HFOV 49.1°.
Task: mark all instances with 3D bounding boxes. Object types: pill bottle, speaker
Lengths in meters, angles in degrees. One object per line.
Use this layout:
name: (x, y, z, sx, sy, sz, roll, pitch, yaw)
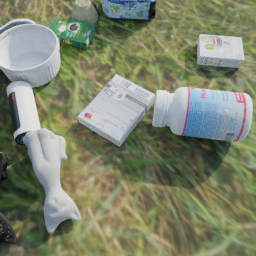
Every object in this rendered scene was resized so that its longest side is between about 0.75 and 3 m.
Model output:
pill bottle: (2.247, -0.470, 8.830, 2.825, 1.536, 1.536, 7, 61, 3)
speaker: (-3.445, -0.524, 9.273, 0.856, 0.856, 2.108, -16, 62, -9)

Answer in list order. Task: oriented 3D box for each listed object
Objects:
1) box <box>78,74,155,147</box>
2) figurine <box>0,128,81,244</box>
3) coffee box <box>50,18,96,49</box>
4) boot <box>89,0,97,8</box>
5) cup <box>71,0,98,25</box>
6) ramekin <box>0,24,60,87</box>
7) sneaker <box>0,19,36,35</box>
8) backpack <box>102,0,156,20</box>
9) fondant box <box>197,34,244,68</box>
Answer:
box: (-0.351, -0.666, 9.575, 1.712, 0.452, 2.196, 30, 63, 17)
figurine: (-2.967, 1.736, 7.915, 2.924, 1.259, 2.853, -16, 70, -10)
coffee box: (-2.311, -3.882, 11.448, 1.744, 0.384, 1.072, 13, 61, 8)
boot: (-1.613, -5.715, 12.480, 0.358, 0.350, 0.950, -39, 64, 1)
cup: (-1.874, -4.961, 11.817, 1.150, 0.822, 1.150, 0, 61, -1)
ramekin: (-3.566, -2.558, 10.220, 2.294, 1.204, 2.294, 0, 61, 0)
sneaker: (-4.621, -3.093, 10.557, 2.560, 0.973, 1.850, -19, 51, 0)
backpack: (0.011, -5.714, 11.765, 2.243, 1.648, 2.053, -3, 60, -1)
fondant box: (3.565, -2.997, 10.890, 1.656, 0.482, 1.195, 6, 60, 3)
